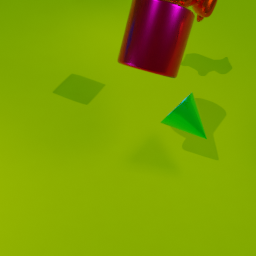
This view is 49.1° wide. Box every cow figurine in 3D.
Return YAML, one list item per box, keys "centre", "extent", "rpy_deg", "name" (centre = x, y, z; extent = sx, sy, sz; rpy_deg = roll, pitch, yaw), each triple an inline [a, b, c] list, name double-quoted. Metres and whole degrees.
- centre: [1.512, -3.529, 7.503]
  extent: [1.687, 0.926, 1.660]
  rpy_deg: [33, 25, 27]
  name: "cow figurine"

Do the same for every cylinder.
- centre: [0.524, -1.711, 5.418]
  extent: [1.226, 1.226, 1.226]
  rpy_deg: [14, 14, -4]
  name: "cylinder"

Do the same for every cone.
- centre: [1.417, -0.107, 6.269]
  extent: [0.986, 0.983, 0.983]
  rpy_deg: [47, 64, 4]
  name: "cone"
